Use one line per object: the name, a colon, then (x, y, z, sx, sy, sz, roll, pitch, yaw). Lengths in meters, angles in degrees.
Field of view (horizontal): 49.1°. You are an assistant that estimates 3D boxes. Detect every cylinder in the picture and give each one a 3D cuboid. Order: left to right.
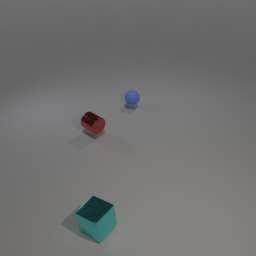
cylinder: (-1.347, -0.195, 10.824, 0.700, 0.700, 0.700, 29, 41, 33)

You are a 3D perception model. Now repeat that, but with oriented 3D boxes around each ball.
ball: (0.192, -1.408, 12.915, 0.700, 0.700, 0.700, 0, 31, 0)

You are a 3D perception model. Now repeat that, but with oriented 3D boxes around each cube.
cube: (-0.786, 2.271, 7.040, 0.700, 0.700, 0.700, 14, 36, 32)
